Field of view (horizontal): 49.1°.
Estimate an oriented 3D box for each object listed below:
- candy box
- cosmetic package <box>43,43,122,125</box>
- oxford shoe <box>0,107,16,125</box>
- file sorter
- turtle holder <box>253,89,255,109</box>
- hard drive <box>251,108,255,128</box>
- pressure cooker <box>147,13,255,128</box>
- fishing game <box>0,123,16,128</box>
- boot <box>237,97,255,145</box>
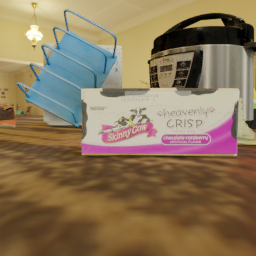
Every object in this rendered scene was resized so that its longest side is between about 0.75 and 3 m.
[{"bbox_3d":[0.351,-0.120,3.783,1.548,0.692,2.270,0,3,4],"label":"candy box"},{"bbox_3d":[-1.491,-1.373,9.429,2.488,2.496,1.534,-1,-2,-9],"label":"cosmetic package"},{"bbox_3d":[-4.642,-0.413,9.357,0.685,0.698,1.924,1,3,24],"label":"oxford shoe"},{"bbox_3d":[-1.582,-1.646,7.770,1.753,2.527,1.550,28,-13,-1],"label":"file sorter"},{"bbox_3d":[4.664,-1.180,12.002,2.091,1.954,2.752,-2,3,-42],"label":"turtle holder"},{"bbox_3d":[3.691,-0.332,8.552,2.929,0.620,1.976,1,3,13],"label":"hard drive"},{"bbox_3d":[1.568,-1.174,6.206,2.248,2.556,2.283,0,4,0],"label":"pressure cooker"},{"bbox_3d":[-4.625,-0.228,7.372,1.995,0.433,2.786,3,-9,25],"label":"fishing game"},{"bbox_3d":[1.551,-0.094,3.832,0.835,0.646,0.301,-1,3,-10],"label":"boot"}]
